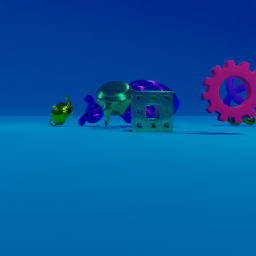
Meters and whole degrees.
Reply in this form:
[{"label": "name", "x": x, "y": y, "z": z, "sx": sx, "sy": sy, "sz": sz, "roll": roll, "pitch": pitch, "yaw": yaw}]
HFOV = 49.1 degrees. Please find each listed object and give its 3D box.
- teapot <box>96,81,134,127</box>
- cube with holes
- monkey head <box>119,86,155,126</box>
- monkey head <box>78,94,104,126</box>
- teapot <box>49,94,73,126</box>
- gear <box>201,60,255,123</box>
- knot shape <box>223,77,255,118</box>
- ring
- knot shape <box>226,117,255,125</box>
[{"label": "teapot", "x": -0.395, "y": -0.795, "z": 8.417, "sx": 1.160, "sy": 0.913, "sz": 1.865, "roll": 9, "pitch": 40, "yaw": 14}, {"label": "cube with holes", "x": 0.546, "y": -0.389, "z": 6.761, "sx": 0.923, "sy": 0.923, "sz": 0.923, "roll": 0, "pitch": 3, "yaw": -1}, {"label": "monkey head", "x": 0.410, "y": -0.730, "z": 9.194, "sx": 1.937, "sy": 1.394, "sz": 1.167, "roll": 10, "pitch": 17, "yaw": 21}, {"label": "monkey head", "x": -1.249, "y": -0.662, "z": 9.761, "sx": 1.314, "sy": 0.946, "sz": 0.792, "roll": -45, "pitch": 11, "yaw": -33}, {"label": "teapot", "x": -2.319, "y": -0.572, "z": 9.680, "sx": 0.669, "sy": 1.367, "sz": 0.850, "roll": 41, "pitch": 22, "yaw": -1}, {"label": "gear", "x": 2.023, "y": -0.690, "z": 5.418, "sx": 1.171, "sy": 1.171, "sz": 0.217, "roll": 0, "pitch": 3, "yaw": 1}, {"label": "knot shape", "x": 3.892, "y": -1.228, "z": 9.490, "sx": 1.657, "sy": 1.551, "sz": 0.766, "roll": -24, "pitch": 3, "yaw": 22}, {"label": "ring", "x": 0.794, "y": -0.956, "z": 9.526, "sx": 1.957, "sy": 0.391, "sz": 1.957, "roll": 18, "pitch": -23, "yaw": 8}, {"label": "knot shape", "x": 4.474, "y": -0.385, "z": 10.947, "sx": 1.068, "sy": 0.527, "sz": 1.141, "roll": -1, "pitch": 3, "yaw": -18}]
